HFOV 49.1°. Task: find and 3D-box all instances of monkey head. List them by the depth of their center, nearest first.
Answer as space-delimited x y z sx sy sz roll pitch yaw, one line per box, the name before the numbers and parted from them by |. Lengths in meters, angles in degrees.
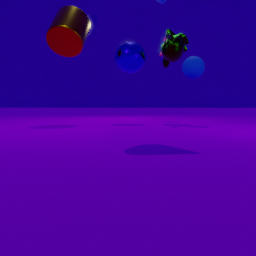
monkey head | 1.701 -3.302 11.145 1.079 1.288 1.790 -33 -24 -18

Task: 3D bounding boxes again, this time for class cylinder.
cylinder | -2.268 -3.697 10.753 1.396 1.396 1.396 6 -37 4

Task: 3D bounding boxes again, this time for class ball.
ball | 2.344 -2.171 10.032 0.786 0.786 0.786 0 5 0
ball | 0.095 -2.812 11.202 1.251 1.251 1.251 0 5 0

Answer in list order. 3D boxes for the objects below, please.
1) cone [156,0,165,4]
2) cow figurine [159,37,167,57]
cone | 0.817 -3.397 5.822 1.068 1.064 1.064 -41 -1 8
cow figurine | 1.881 -3.926 13.506 0.953 0.968 0.531 -16 20 14
